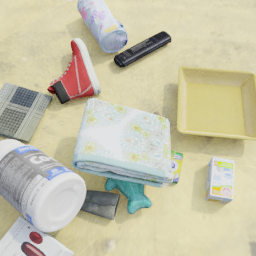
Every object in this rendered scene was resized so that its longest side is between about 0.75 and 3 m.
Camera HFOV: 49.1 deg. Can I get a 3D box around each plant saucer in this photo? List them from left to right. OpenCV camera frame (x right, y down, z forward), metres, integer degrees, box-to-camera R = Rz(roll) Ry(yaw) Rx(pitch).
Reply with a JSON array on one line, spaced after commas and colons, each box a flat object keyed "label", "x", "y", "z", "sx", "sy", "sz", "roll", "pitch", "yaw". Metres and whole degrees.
[{"label": "plant saucer", "x": 3.122, "y": -0.796, "z": 9.913, "sx": 2.811, "sy": 0.681, "sz": 2.811, "roll": 5, "pitch": 62, "yaw": 4}]

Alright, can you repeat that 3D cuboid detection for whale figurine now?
[{"label": "whale figurine", "x": 0.046, "y": 1.509, "z": 8.459, "sx": 1.590, "sy": 1.037, "sz": 1.998, "roll": -16, "pitch": 59, "yaw": -8}]

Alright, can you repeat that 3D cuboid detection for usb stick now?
[{"label": "usb stick", "x": 0.623, "y": -3.189, "z": 11.288, "sx": 2.573, "sy": 0.419, "sz": 0.713, "roll": -32, "pitch": 57, "yaw": -16}]

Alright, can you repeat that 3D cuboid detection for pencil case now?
[{"label": "pencil case", "x": -1.070, "y": -4.336, "z": 11.367, "sx": 1.176, "sy": 1.283, "sz": 2.829, "roll": -15, "pitch": 58, "yaw": -27}]

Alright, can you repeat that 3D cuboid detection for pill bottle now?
[{"label": "pill bottle", "x": -2.708, "y": 1.450, "z": 7.843, "sx": 2.886, "sy": 1.642, "sz": 1.642, "roll": 24, "pitch": 63, "yaw": 33}]

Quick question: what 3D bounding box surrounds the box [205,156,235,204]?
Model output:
[{"label": "box", "x": 2.840, "y": 1.625, "z": 8.653, "sx": 0.707, "sy": 0.637, "sz": 1.257, "roll": 10, "pitch": 63, "yaw": 7}]

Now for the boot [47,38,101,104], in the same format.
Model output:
[{"label": "boot", "x": -2.263, "y": -2.173, "z": 10.530, "sx": 1.862, "sy": 0.935, "sz": 2.581, "roll": -18, "pitch": 67, "yaw": -7}]

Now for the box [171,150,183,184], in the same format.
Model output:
[{"label": "box", "x": 1.428, "y": 1.210, "z": 9.099, "sx": 0.628, "sy": 0.259, "sz": 1.070, "roll": 13, "pitch": 62, "yaw": 7}]

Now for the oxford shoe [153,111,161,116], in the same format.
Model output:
[{"label": "oxford shoe", "x": 1.135, "y": -0.152, "z": 9.712, "sx": 0.389, "sy": 0.413, "sz": 1.104, "roll": -14, "pitch": 64, "yaw": -7}]

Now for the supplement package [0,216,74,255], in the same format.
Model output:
[{"label": "supplement package", "x": -2.579, "y": 3.485, "z": 7.377, "sx": 1.583, "sy": 1.164, "sz": 1.514, "roll": 28, "pitch": 66, "yaw": 15}]

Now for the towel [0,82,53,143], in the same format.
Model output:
[{"label": "towel", "x": -3.990, "y": -0.553, "z": 10.033, "sx": 2.010, "sy": 0.361, "sz": 2.088, "roll": 17, "pitch": 62, "yaw": 5}]

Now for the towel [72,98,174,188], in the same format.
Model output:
[{"label": "towel", "x": -0.043, "y": 0.399, "z": 8.296, "sx": 2.843, "sy": 0.685, "sz": 2.433, "roll": 15, "pitch": 45, "yaw": -10}]

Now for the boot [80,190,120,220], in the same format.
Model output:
[{"label": "boot", "x": -1.199, "y": 2.448, "z": 8.331, "sx": 1.653, "sy": 0.600, "sz": 1.503, "roll": 19, "pitch": 66, "yaw": 2}]
